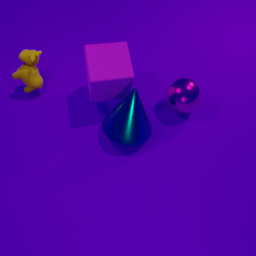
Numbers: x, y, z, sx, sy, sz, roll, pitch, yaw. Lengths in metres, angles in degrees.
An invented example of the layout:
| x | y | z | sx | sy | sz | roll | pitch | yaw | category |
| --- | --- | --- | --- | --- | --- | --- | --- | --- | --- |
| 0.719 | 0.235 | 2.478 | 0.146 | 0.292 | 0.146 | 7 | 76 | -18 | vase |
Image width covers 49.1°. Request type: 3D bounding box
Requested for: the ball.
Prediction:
| x | y | z | sx | sy | sz | roll | pitch | yaw | category |
| --- | --- | --- | --- | --- | --- | --- | --- | --- | --- |
| 1.752 | -1.035 | 8.832 | 1.146 | 1.146 | 1.146 | 0 | 62 | 0 | ball |

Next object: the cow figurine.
| x | y | z | sx | sy | sz | roll | pitch | yaw | category |
| --- | --- | --- | --- | --- | --- | --- | --- | --- | --- |
| -3.066 | -1.832 | 8.940 | 1.247 | 1.267 | 0.696 | -20 | 31 | 23 | cow figurine |

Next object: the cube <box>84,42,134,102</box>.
| x | y | z | sx | sy | sz | roll | pitch | yaw | category |
| --- | --- | --- | --- | --- | --- | --- | --- | --- | --- |
| -0.600 | -1.676 | 8.515 | 1.267 | 1.267 | 1.267 | -8 | 69 | -9 | cube |

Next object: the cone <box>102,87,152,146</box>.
| x | y | z | sx | sy | sz | roll | pitch | yaw | category |
| --- | --- | --- | --- | --- | --- | --- | --- | --- | --- |
| 0.088 | -0.569 | 8.153 | 1.562 | 1.567 | 1.562 | 6 | 46 | -6 | cone |
